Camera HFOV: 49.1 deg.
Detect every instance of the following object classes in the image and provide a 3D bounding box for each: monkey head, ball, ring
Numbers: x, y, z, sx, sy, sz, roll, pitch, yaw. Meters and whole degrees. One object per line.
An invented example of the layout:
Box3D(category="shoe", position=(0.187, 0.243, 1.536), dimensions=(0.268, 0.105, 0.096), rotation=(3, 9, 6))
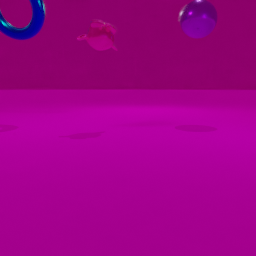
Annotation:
Box3D(category="monkey head", position=(-0.830, -2.622, 7.884), dimensions=(1.299, 0.783, 0.935), rotation=(5, 27, -35))
Box3D(category="ball", position=(2.327, -3.591, 9.254), dimensions=(1.212, 1.212, 1.212), rotation=(0, 9, 0))
Box3D(category="ring", position=(-3.721, -3.964, 9.248), dimensions=(2.076, 2.076, 0.415), rotation=(2, 29, 13))
